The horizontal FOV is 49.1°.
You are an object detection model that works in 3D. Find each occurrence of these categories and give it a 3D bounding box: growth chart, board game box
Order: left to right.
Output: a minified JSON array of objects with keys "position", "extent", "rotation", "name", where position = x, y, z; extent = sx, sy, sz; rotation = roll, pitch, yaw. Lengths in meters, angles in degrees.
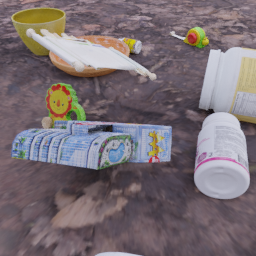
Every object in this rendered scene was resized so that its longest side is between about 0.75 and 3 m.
[{"position":[-0.710,-1.593,6.054],"extent":[1.817,0.223,2.511],"rotation":[41,29,30],"name":"growth chart"},{"position":[-0.461,0.241,5.282],"extent":[2.304,0.711,2.306],"rotation":[3,1,24],"name":"board game box"}]

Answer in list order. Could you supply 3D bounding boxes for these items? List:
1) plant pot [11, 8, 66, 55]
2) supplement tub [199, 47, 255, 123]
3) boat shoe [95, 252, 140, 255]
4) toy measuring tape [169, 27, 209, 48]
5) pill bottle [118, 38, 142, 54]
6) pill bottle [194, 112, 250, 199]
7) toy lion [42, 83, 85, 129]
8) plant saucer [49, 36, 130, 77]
[{"position":[-3.360,-3.695,10.952],"extent":[1.975,1.402,1.975],"rotation":[1,39,0],"name":"plant pot"},{"position":[3.311,-1.063,7.299],"extent":[2.595,1.887,1.887],"rotation":[12,40,14],"name":"supplement tub"},{"position":[0.187,2.259,4.181],"extent":[1.596,0.587,0.522],"rotation":[1,45,16],"name":"boat shoe"},{"position":[2.599,-4.011,11.907],"extent":[0.757,0.757,2.057],"rotation":[-26,46,-29],"name":"toy measuring tape"},{"position":[0.034,-3.292,11.165],"extent":[0.932,0.509,0.509],"rotation":[19,43,22],"name":"pill bottle"},{"position":[2.002,0.515,6.033],"extent":[1.025,1.025,1.809],"rotation":[9,39,11],"name":"pill bottle"},{"position":[-1.572,-0.447,6.971],"extent":[1.298,1.245,0.446],"rotation":[26,16,26],"name":"toy lion"},{"position":[-1.390,-2.653,10.356],"extent":[2.895,0.542,2.895],"rotation":[0,38,0],"name":"plant saucer"}]
